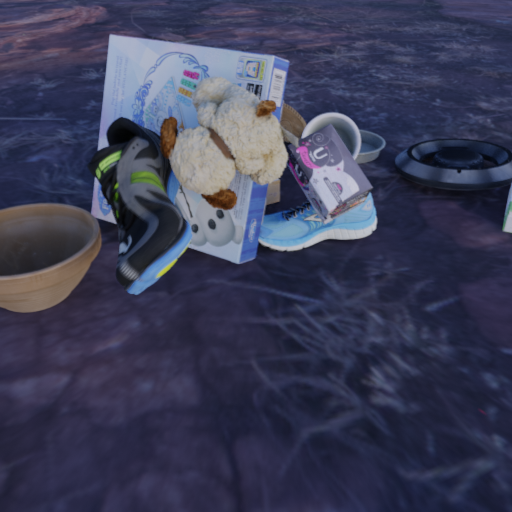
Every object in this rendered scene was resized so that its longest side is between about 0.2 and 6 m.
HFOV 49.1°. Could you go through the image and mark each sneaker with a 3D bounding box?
[{"bbox_3d":[-1.561,-0.708,6.996,1.067,1.247,3.010,-37,39,22],"label":"sneaker"},{"bbox_3d":[-0.057,-3.186,13.266,2.387,0.850,1.343,16,-7,-21],"label":"sneaker"},{"bbox_3d":[0.907,-0.754,9.263,2.175,0.978,0.853,-12,33,-8],"label":"sneaker"}]

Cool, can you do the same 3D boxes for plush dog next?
[{"bbox_3d":[-0.418,-1.365,7.050,1.414,1.647,1.321,-43,13,-7],"label":"plush dog"}]

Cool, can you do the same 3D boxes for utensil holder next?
[{"bbox_3d":[1.385,-2.058,10.525,1.055,1.055,1.241,4,5,6],"label":"utensil holder"}]

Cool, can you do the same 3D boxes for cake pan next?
[{"bbox_3d":[2.094,-2.482,12.685,1.605,0.294,1.605,0,32,0],"label":"cake pan"}]

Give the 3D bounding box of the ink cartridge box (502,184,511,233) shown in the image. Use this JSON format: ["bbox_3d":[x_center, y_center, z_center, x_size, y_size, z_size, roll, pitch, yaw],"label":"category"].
[{"bbox_3d":[4.899,-0.972,9.859,0.850,0.489,1.451,13,46,20],"label":"ink cartridge box"}]

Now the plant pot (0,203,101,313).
[{"bbox_3d":[-3.199,0.116,7.930,2.070,0.955,2.070,-1,33,0],"label":"plant pot"}]

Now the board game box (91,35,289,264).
[{"bbox_3d":[-1.163,-1.734,8.838,3.001,3.016,0.654,17,16,25],"label":"board game box"}]

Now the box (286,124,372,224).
[{"bbox_3d":[1.055,-1.215,8.372,0.781,0.678,1.183,-28,77,-7],"label":"box"}]

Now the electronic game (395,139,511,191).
[{"bbox_3d":[4.133,-1.879,11.493,2.514,0.523,2.514,-3,28,2],"label":"electronic game"}]

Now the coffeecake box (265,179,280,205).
[{"bbox_3d":[-0.306,-1.384,10.767,0.993,0.472,1.293,-18,36,-26],"label":"coffeecake box"}]
